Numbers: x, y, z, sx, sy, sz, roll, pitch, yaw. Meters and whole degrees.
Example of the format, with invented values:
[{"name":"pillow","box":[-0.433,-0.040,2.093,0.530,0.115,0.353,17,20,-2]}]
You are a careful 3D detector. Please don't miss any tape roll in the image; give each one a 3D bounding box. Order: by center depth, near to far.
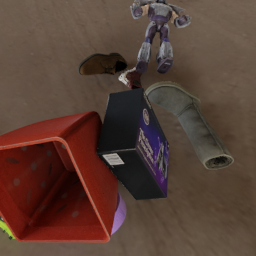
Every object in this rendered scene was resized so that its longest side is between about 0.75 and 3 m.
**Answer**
[{"name":"tape roll","box":[-0.672,1.846,6.198,1.225,0.402,1.225,-18,32,12]}]

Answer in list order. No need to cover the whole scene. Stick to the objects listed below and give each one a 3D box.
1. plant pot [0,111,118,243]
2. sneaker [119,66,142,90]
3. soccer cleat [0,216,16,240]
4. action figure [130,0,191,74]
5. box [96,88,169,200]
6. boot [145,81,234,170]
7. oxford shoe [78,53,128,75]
[{"name":"plant pot","box":[-1.406,0.826,5.928,2.265,2.263,1.996,-9,24,22]},{"name":"sneaker","box":[0.284,-1.526,8.849,0.722,0.473,1.250,51,46,3]},{"name":"soccer cleat","box":[-2.792,1.824,6.236,1.455,0.491,0.590,49,51,-6]},{"name":"action figure","box":[0.923,-2.975,8.276,1.823,0.972,2.801,6,71,4]},{"name":"box","box":[0.247,0.448,6.324,0.876,2.220,1.567,-9,51,19]},{"name":"boot","box":[1.588,-0.056,7.353,2.096,0.837,2.306,9,53,-29]},{"name":"oxford shoe","box":[-0.754,-1.980,8.916,1.746,0.635,0.737,-21,48,-29]}]
